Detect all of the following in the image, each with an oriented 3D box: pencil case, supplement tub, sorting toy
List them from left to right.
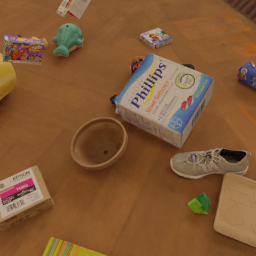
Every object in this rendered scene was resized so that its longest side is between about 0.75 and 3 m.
[{"bbox_3d":[0.651,-2.669,13.374,0.966,0.966,1.577,-8,50,-7],"label":"supplement tub"},{"bbox_3d":[3.508,2.556,9.232,2.879,0.424,2.128,19,57,12],"label":"sorting toy"},{"bbox_3d":[6.258,-2.219,12.955,2.369,1.029,0.924,38,47,27],"label":"pencil case"}]

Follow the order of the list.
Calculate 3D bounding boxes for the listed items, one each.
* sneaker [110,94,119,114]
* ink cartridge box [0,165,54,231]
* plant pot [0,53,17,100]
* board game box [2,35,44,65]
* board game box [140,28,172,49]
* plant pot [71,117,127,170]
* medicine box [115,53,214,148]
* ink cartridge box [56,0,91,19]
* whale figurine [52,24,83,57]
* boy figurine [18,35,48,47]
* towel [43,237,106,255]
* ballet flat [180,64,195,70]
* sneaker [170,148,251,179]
[{"bbox_3d":[-0.542,-1.075,12.336,0.635,0.438,1.142,16,47,6],"label":"sneaker"},{"bbox_3d":[-3.579,2.283,9.306,1.791,0.673,1.475,-25,55,-19],"label":"ink cartridge box"},{"bbox_3d":[-6.365,-1.927,11.683,2.935,2.935,2.761,23,38,18],"label":"plant pot"},{"bbox_3d":[-3.569,-2.629,9.536,1.251,0.841,0.280,-3,47,-30],"label":"board game box"},{"bbox_3d":[1.600,-5.123,15.942,1.322,0.272,1.319,-27,54,-21],"label":"board game box"},{"bbox_3d":[-0.946,0.707,10.300,2.098,0.968,2.098,-10,53,14],"label":"plant pot"},{"bbox_3d":[1.458,-1.133,11.190,2.921,1.503,2.660,27,74,20],"label":"medicine box"},{"bbox_3d":[-2.384,-5.260,12.112,1.312,0.627,1.495,-54,37,10],"label":"ink cartridge box"},{"bbox_3d":[-3.293,-4.761,15.058,1.757,1.146,2.208,11,52,9],"label":"whale figurine"},{"bbox_3d":[-5.289,-4.699,15.416,1.705,0.549,1.060,9,47,11],"label":"boy figurine"},{"bbox_3d":[-1.269,4.109,8.064,2.641,0.238,1.137,14,56,11],"label":"towel"},{"bbox_3d":[2.463,-2.955,14.072,1.726,0.490,0.574,7,72,13],"label":"ballet flat"},{"bbox_3d":[2.935,1.070,10.019,2.835,1.162,1.059,-3,49,-2],"label":"sneaker"}]
